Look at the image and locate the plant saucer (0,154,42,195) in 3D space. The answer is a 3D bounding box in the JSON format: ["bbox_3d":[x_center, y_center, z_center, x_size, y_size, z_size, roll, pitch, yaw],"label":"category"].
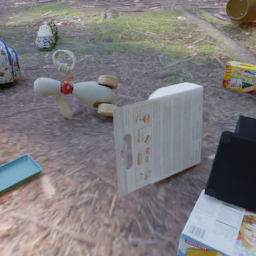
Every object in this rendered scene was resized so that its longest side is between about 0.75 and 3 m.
[{"bbox_3d":[-3.115,1.312,6.215,2.313,0.219,0.809,-28,43,-33],"label":"plant saucer"}]

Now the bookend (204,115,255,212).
[{"bbox_3d":[3.249,0.591,5.653,2.809,1.294,2.792,16,24,17],"label":"bookend"}]

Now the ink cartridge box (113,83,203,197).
[{"bbox_3d":[0.627,0.179,6.124,2.425,1.951,0.607,-16,24,-30],"label":"ink cartridge box"}]

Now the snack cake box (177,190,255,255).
[{"bbox_3d":[2.027,2.004,4.772,2.035,0.684,1.170,19,37,25],"label":"snack cake box"}]

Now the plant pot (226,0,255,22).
[{"bbox_3d":[7.098,-7.565,16.976,2.675,2.675,2.871,24,42,30],"label":"plant pot"}]

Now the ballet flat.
[{"bbox_3d":[-4.309,-4.997,14.725,1.037,1.037,2.883,-3,35,-4],"label":"ballet flat"}]

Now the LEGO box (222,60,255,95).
[{"bbox_3d":[4.163,-1.844,10.176,1.229,0.915,0.474,19,39,26],"label":"LEGO box"}]

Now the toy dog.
[{"bbox_3d":[-1.458,-1.087,8.729,2.581,1.243,1.702,27,76,-10],"label":"toy dog"}]

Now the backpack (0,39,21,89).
[{"bbox_3d":[-4.817,-2.475,10.477,1.692,1.612,1.303,28,43,36],"label":"backpack"}]
